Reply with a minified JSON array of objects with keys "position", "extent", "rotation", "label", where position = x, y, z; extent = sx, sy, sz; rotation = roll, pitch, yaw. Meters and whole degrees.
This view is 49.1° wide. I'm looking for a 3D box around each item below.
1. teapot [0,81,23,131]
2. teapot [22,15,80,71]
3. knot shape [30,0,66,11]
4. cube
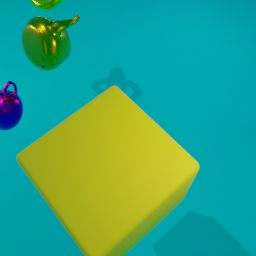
[{"position":[-2.911,-0.381,6.311],"extent":[0.944,0.743,1.518],"rotation":[35,99,22],"label":"teapot"},{"position":[-1.583,-1.768,5.750],"extent":[0.838,1.712,1.065],"rotation":[-27,90,-44],"label":"teapot"},{"position":[-1.879,-3.208,6.328],"extent":[1.457,0.673,1.363],"rotation":[16,39,8],"label":"knot shape"},{"position":[-0.188,0.614,3.295],"extent":[1.324,1.324,1.324],"rotation":[-38,67,-15],"label":"cube"}]
